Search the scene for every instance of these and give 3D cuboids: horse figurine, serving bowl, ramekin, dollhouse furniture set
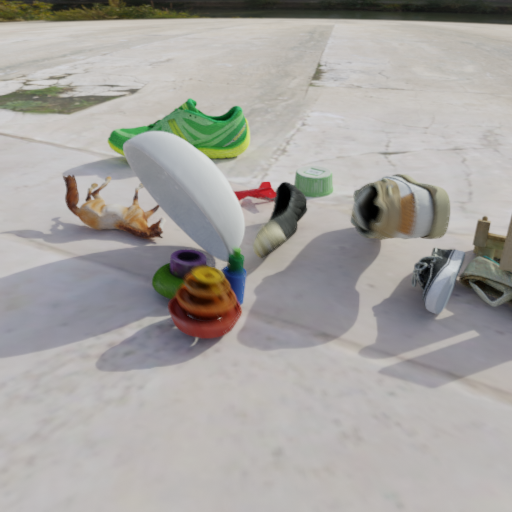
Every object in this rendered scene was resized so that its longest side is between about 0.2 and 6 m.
[{"bbox_3d":[-2.651,-0.901,10.493,2.145,0.535,1.422,11,46,-2],"label":"horse figurine"},{"bbox_3d":[-0.997,-1.055,8.871,0.797,2.422,2.422,-44,43,-13],"label":"serving bowl"},{"bbox_3d":[1.241,-1.624,12.109,0.882,0.431,0.882,0,28,0],"label":"ramekin"},{"bbox_3d":[4.296,-0.539,8.483,1.716,1.470,1.805,13,12,23],"label":"dollhouse furniture set"}]

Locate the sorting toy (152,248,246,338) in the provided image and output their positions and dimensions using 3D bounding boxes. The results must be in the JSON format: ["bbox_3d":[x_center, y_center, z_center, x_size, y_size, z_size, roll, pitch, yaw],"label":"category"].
[{"bbox_3d":[-0.740,0.300,7.959,1.244,0.850,2.070,-3,26,-22],"label":"sorting toy"}]

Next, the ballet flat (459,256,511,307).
[{"bbox_3d":[3.713,0.616,7.983,0.590,0.638,1.892,-38,34,-9],"label":"ballet flat"}]

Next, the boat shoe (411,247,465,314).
[{"bbox_3d":[2.643,0.278,8.328,0.611,0.661,1.789,18,32,23],"label":"boat shoe"}]

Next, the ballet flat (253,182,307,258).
[{"bbox_3d":[0.336,-0.624,9.730,0.824,0.704,2.479,-37,9,25],"label":"ballet flat"}]

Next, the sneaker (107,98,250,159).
[{"bbox_3d":[-1.906,-3.145,13.840,3.500,1.463,1.296,-8,30,-13],"label":"sneaker"}]

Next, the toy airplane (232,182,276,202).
[{"bbox_3d":[-0.331,-1.201,11.432,1.833,0.337,1.833,0,30,0],"label":"toy airplane"}]

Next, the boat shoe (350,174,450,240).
[{"bbox_3d":[2.064,-0.818,9.140,0.998,1.091,2.919,0,5,-6],"label":"boat shoe"}]
